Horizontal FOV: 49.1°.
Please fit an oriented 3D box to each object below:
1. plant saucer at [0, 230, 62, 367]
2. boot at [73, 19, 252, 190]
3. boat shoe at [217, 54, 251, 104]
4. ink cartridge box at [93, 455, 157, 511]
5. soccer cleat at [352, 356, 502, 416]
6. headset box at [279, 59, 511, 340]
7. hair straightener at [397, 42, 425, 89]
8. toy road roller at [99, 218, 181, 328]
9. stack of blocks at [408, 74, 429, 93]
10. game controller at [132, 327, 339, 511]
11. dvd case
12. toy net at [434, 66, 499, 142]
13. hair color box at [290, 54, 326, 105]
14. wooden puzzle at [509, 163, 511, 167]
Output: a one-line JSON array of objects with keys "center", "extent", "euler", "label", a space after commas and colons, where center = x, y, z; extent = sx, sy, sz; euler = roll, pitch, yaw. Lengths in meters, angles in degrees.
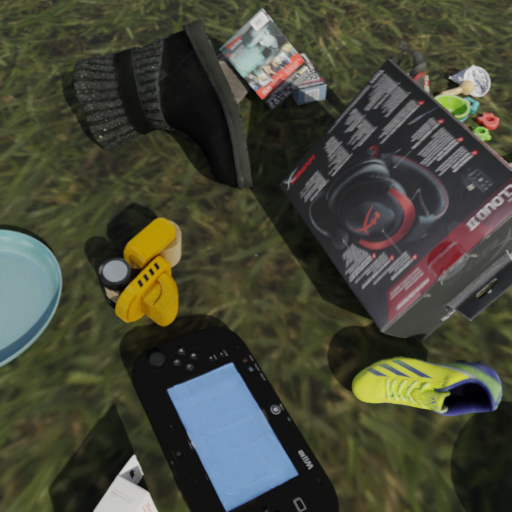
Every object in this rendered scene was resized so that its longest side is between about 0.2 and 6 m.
[{"center": [-4.079, 0.696, 7.997], "extent": [2.621, 0.359, 2.621], "euler": [0, 50, -1], "label": "plant saucer"}, {"center": [-1.617, -2.334, 9.860], "extent": [2.565, 1.291, 3.430], "euler": [-21, 70, 0], "label": "boot"}, {"center": [-0.598, -3.602, 11.360], "extent": [2.465, 0.918, 0.904], "euler": [-42, 28, -20], "label": "boat shoe"}, {"center": [-1.453, 2.850, 5.929], "extent": [0.421, 0.732, 1.249], "euler": [22, 54, 17], "label": "ink cartridge box"}, {"center": [1.975, 1.581, 6.651], "extent": [1.746, 0.565, 0.731], "euler": [-6, 20, 21], "label": "soccer cleat"}, {"center": [2.136, -0.643, 7.639], "extent": [1.242, 2.460, 3.310], "euler": [16, 33, -46], "label": "headset box"}, {"center": [2.482, -2.435, 9.491], "extent": [0.460, 2.246, 0.864], "euler": [-18, 21, -22], "label": "hair straightener"}, {"center": [-1.425, 0.323, 7.983], "extent": [1.094, 0.921, 1.498], "euler": [35, 63, 11], "label": "toy road roller"}, {"center": [3.021, -3.094, 11.149], "extent": [0.759, 0.386, 1.318], "euler": [6, 51, 6], "label": "stack of blocks"}, {"center": [-0.320, 2.121, 6.625], "extent": [1.542, 0.622, 2.955], "euler": [-23, 55, -18], "label": "game controller"}, {"center": [0.207, -3.725, 10.709], "extent": [1.111, 1.522, 0.167], "euler": [-40, 21, 15], "label": "dvd case"}, {"center": [4.319, -3.203, 11.191], "extent": [1.280, 0.471, 2.439], "euler": [20, 53, 16], "label": "toy net"}, {"center": [0.934, -3.686, 11.656], "extent": [0.616, 0.377, 1.244], "euler": [-14, 51, -11], "label": "hair color box"}, {"center": [5.037, -0.968, 9.418], "extent": [2.776, 0.325, 1.873], "euler": [-10, 56, -5], "label": "wooden puzzle"}]
